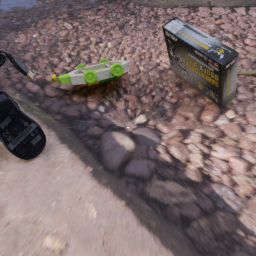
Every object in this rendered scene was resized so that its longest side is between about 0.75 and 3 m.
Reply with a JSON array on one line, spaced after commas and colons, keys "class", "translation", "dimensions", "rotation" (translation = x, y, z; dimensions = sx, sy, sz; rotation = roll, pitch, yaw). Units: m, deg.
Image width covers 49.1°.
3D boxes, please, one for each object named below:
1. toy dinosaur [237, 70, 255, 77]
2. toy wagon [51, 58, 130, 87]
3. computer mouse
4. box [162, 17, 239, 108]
[{"class": "toy dinosaur", "translation": [3.994, -1.656, 8.122], "dimensions": [1.744, 0.882, 0.507], "rotation": [8, 40, 20]}, {"class": "toy wagon", "translation": [-1.107, -1.592, 8.164], "dimensions": [2.224, 0.440, 1.725], "rotation": [-17, 22, -11]}, {"class": "computer mouse", "translation": [-2.569, -0.515, 6.199], "dimensions": [0.543, 2.360, 1.657], "rotation": [11, 59, 53]}, {"class": "box", "translation": [1.952, -1.800, 7.691], "dimensions": [0.540, 1.771, 2.236], "rotation": [-37, 56, -7]}]
